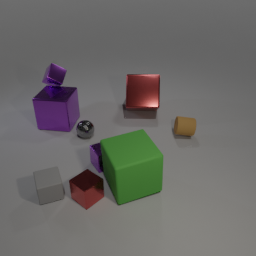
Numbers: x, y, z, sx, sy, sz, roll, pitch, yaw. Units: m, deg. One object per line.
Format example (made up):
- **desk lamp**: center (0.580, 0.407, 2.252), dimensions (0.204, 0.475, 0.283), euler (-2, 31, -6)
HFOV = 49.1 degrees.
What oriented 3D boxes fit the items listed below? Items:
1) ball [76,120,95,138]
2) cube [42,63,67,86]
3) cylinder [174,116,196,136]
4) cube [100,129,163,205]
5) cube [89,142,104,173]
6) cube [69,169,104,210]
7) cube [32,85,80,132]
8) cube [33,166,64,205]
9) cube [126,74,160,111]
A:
- **ball**: center (-1.646, 0.041, 10.826), dimensions (0.700, 0.700, 0.700), euler (0, 31, 0)
- **cube**: center (-3.124, -2.200, 11.875), dimensions (0.700, 0.700, 0.700), euler (23, -22, -29)
- **cylinder**: center (2.177, -0.069, 10.728), dimensions (0.700, 0.700, 0.700), euler (7, 31, -3)
- **cube**: center (0.098, 1.097, 8.200), dimensions (1.400, 1.400, 1.400), euler (-14, 36, -16)
- **cube**: center (-0.813, 0.938, 9.335), dimensions (0.700, 0.700, 0.700), euler (-16, 35, -26)
- **cube**: center (-1.172, 1.737, 8.016), dimensions (0.700, 0.700, 0.700), euler (25, 39, 35)
- **cube**: center (-2.908, -0.825, 11.581), dimensions (1.400, 1.400, 1.400), euler (4, 31, 7)
- **cube**: center (-2.274, 1.647, 8.049), dimensions (0.700, 0.700, 0.700), euler (-12, 40, -19)
- **cube**: center (0.638, -1.503, 12.218), dimensions (1.400, 1.400, 1.400), euler (1, -2, 2)
